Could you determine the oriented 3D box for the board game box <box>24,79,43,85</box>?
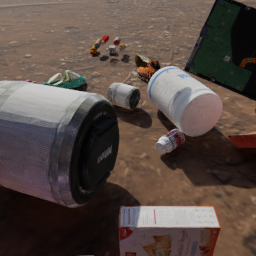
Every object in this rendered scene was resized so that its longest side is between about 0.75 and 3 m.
[{"bbox_3d":[-3.705,-1.513,10.642,0.948,0.305,0.699,19,39,26],"label":"board game box"}]

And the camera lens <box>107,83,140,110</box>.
[{"bbox_3d":[-0.123,-1.097,9.572,0.972,0.777,0.777,20,38,28],"label":"camera lens"}]

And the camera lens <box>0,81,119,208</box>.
[{"bbox_3d":[-1.822,0.261,6.084,2.944,2.355,2.355,11,35,17],"label":"camera lens"}]

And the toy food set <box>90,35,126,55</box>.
[{"bbox_3d":[-1.045,-4.110,14.110,1.749,0.835,0.787,6,42,9],"label":"toy food set"}]

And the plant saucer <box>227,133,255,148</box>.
[{"bbox_3d":[3.883,0.282,7.080,2.032,0.373,2.028,-2,-3,-4],"label":"plant saucer"}]

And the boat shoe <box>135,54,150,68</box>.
[{"bbox_3d":[0.752,-2.972,12.722,0.439,0.488,1.352,-6,33,-29],"label":"boat shoe"}]

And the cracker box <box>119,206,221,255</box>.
[{"bbox_3d":[0.654,1.871,4.818,1.610,1.078,0.464,0,34,1],"label":"cracker box"}]

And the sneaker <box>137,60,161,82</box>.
[{"bbox_3d":[0.908,-2.394,11.404,0.635,0.917,1.637,-18,38,-25],"label":"sneaker"}]

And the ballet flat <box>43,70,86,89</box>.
[{"bbox_3d":[-2.374,-1.788,10.664,0.693,0.724,2.057,20,38,31],"label":"ballet flat"}]

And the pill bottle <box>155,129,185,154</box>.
[{"bbox_3d":[1.134,0.379,7.636,0.817,0.461,0.461,-28,43,-36],"label":"pill bottle"}]

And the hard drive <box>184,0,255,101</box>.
[{"bbox_3d":[2.740,-1.586,6.165,2.517,1.759,0.476,25,12,9],"label":"hard drive"}]

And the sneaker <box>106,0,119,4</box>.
[{"bbox_3d":[-0.240,-4.504,9.292,1.132,0.607,0.378,-24,80,-13],"label":"sneaker"}]

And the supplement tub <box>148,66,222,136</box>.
[{"bbox_3d":[1.671,-0.895,8.672,1.460,1.460,2.213,-13,35,-18],"label":"supplement tub"}]
